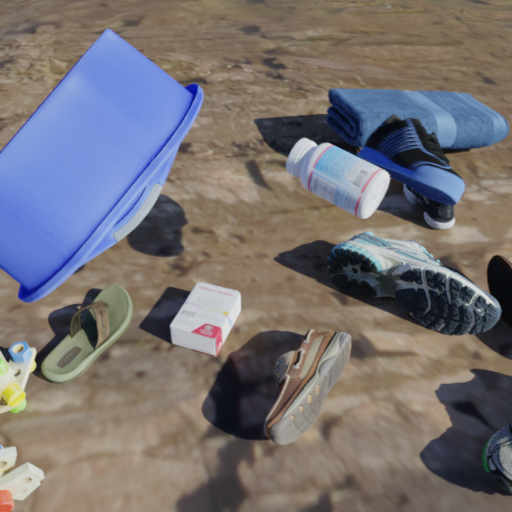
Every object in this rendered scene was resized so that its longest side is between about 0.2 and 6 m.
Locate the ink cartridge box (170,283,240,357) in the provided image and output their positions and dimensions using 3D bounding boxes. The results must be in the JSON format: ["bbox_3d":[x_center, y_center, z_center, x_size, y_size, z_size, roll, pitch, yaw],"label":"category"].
[{"bbox_3d":[-0.846,1.066,9.605,0.853,0.495,1.156,14,40,15],"label":"ink cartridge box"}]

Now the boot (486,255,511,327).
[{"bbox_3d":[4.919,0.890,9.715,1.090,0.840,2.249,1,47,-17],"label":"boot"}]

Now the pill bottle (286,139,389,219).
[{"bbox_3d":[0.925,-0.928,6.507,1.109,0.603,0.603,32,49,21],"label":"pill bottle"}]

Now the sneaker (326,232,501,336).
[{"bbox_3d":[2.899,0.274,10.040,3.090,1.199,1.334,25,43,26],"label":"sneaker"}]

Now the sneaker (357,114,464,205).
[{"bbox_3d":[2.262,-1.462,7.947,0.804,0.894,2.294,29,11,-29],"label":"sneaker"}]

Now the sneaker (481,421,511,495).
[{"bbox_3d":[4.010,2.331,7.691,2.454,1.045,0.958,-29,48,-29],"label":"sneaker"}]

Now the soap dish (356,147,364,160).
[{"bbox_3d":[2.972,-2.430,13.812,0.697,0.360,0.886,-11,39,-15],"label":"soap dish"}]

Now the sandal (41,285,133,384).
[{"bbox_3d":[-2.758,1.212,9.352,0.830,0.596,2.090,14,42,16],"label":"sandal"}]

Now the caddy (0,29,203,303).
[{"bbox_3d":[-2.339,-1.164,7.768,3.864,2.028,2.732,-51,25,-4],"label":"caddy"}]

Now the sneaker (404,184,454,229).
[{"bbox_3d":[3.837,-1.521,12.196,0.726,1.095,1.925,-7,41,-8],"label":"sneaker"}]

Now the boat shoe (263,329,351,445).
[{"bbox_3d":[0.662,1.887,8.447,0.827,0.872,2.304,18,34,25],"label":"boat shoe"}]

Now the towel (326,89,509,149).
[{"bbox_3d":[3.998,-3.384,14.142,4.207,1.021,2.349,-3,35,-16],"label":"towel"}]

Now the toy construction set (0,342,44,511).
[{"bbox_3d":[-3.794,2.419,7.446,2.032,1.428,3.100,-17,32,-20],"label":"toy construction set"}]
